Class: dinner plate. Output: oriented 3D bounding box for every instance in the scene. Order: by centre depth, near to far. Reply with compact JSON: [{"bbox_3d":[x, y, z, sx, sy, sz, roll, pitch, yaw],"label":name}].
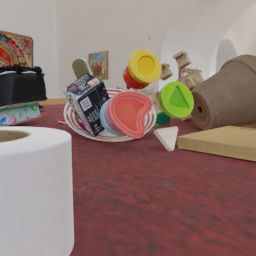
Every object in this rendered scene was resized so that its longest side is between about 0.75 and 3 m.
[{"bbox_3d":[-0.495,-0.374,7.899,2.569,0.311,2.569,5,38,-4],"label":"dinner plate"}]

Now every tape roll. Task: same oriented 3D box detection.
[{"bbox_3d":[-1.117,0.523,2.195,1.367,0.939,1.367,0,7,0],"label":"tape roll"}]

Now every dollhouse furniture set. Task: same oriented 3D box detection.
[{"bbox_3d":[2.091,-1.548,12.357,2.725,2.504,1.773,-30,-5,27],"label":"dollhouse furniture set"}]

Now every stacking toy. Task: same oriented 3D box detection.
[{"bbox_3d":[0.389,-0.478,6.167,1.776,1.962,0.829,33,-25,-14],"label":"stacking toy"}]

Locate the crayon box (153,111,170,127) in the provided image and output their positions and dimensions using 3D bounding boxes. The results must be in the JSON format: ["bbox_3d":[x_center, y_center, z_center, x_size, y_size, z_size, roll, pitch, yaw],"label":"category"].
[{"bbox_3d":[0.435,-0.379,10.384,1.487,0.502,1.723,-7,10,-40],"label":"crayon box"}]

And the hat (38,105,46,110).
[{"bbox_3d":[-5.475,-1.244,16.758,1.040,0.420,1.040,31,-1,1],"label":"hat"}]

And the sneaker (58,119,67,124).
[{"bbox_3d":[-2.303,-0.342,10.792,0.775,0.329,0.299,-3,8,-21],"label":"sneaker"}]

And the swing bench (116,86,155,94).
[{"bbox_3d":[-0.098,-1.342,14.003,2.298,1.491,2.286,6,9,26],"label":"swing bench"}]

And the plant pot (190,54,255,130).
[{"bbox_3d":[3.156,-0.911,9.041,2.108,2.418,2.418,-21,13,-13],"label":"plant pot"}]

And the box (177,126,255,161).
[{"bbox_3d":[2.911,0.334,5.887,2.402,0.313,2.938,-8,12,-43],"label":"box"}]

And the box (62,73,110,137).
[{"bbox_3d":[-0.913,-0.553,6.813,0.816,1.234,0.708,-39,46,-20],"label":"box"}]

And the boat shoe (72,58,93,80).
[{"bbox_3d":[-2.000,-2.127,14.228,1.072,2.869,0.981,-11,16,6],"label":"boat shoe"}]

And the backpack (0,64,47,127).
[{"bbox_3d":[-4.593,-1.165,9.837,2.895,2.180,2.570,6,13,16],"label":"backpack"}]
